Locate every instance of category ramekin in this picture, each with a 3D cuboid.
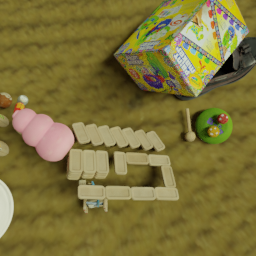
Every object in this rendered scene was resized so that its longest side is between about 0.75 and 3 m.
[{"bbox_3d":[-3.548,1.844,6.244,0.804,1.726,1.726,-8,78,44],"label":"ramekin"}]

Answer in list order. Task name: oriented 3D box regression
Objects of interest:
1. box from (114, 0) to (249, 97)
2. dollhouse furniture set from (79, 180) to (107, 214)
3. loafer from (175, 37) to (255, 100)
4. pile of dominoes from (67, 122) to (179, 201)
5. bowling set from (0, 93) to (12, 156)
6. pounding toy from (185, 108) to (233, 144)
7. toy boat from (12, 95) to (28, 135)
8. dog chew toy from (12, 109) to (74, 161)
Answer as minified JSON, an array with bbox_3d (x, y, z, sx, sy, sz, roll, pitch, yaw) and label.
[{"bbox_3d":[1.211,-2.092,6.919,2.171,2.254,1.375,-49,120,-12],"label":"box"},{"bbox_3d":[-0.821,1.638,6.666,0.543,0.770,0.540,-6,53,4],"label":"dollhouse furniture set"},{"bbox_3d":[2.604,-1.712,7.677,2.928,0.922,1.053,-30,79,-8],"label":"loafer"},{"bbox_3d":[-0.169,0.870,6.896,2.578,0.410,2.009,6,52,-18],"label":"pile of dominoes"},{"bbox_3d":[-3.800,-0.429,7.121,2.258,1.212,1.571,25,77,7],"label":"bowling set"},{"bbox_3d":[2.160,-0.070,7.323,1.273,0.591,0.983,2,87,2],"label":"pounding toy"},{"bbox_3d":[-2.541,-0.276,7.198,1.013,1.205,0.560,0,54,9],"label":"toy boat"},{"bbox_3d":[-2.028,0.111,6.577,1.498,0.933,0.933,37,78,-10],"label":"dog chew toy"}]
